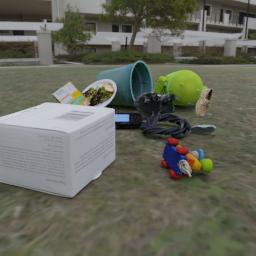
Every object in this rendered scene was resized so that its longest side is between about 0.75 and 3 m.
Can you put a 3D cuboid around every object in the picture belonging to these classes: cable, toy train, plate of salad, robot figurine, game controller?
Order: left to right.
[{"bbox_3d":[-1.532,-1.568,13.130,2.126,0.511,2.126,-16,48,19],"label":"plate of salad"},{"bbox_3d":[-0.573,-0.303,10.741,2.241,0.472,1.169,-1,16,1],"label":"game controller"},{"bbox_3d":[1.306,-0.065,10.054,1.709,0.532,2.095,-5,18,0],"label":"cable"},{"bbox_3d":[2.635,-1.990,14.022,2.572,1.696,2.931,13,4,-10],"label":"robot figurine"},{"bbox_3d":[1.513,0.853,6.485,1.010,0.739,1.745,10,13,-15],"label":"toy train"}]

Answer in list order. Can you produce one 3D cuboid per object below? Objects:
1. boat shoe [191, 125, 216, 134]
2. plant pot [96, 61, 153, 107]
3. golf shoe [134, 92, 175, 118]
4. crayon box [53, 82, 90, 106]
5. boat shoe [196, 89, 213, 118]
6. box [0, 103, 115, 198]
[{"bbox_3d":[2.615,0.037,9.754,0.832,0.307,0.267,-7,9,24],"label":"boat shoe"},{"bbox_3d":[-0.262,-2.118,14.250,2.287,2.335,2.335,1,14,31],"label":"plant pot"},{"bbox_3d":[0.904,-1.003,12.261,1.394,1.147,2.951,7,7,34],"label":"golf shoe"},{"bbox_3d":[-1.898,-0.930,9.535,0.741,0.304,1.179,-39,70,-12],"label":"crayon box"},{"bbox_3d":[2.388,-0.791,8.720,0.361,1.014,0.327,28,-19,-30],"label":"boat shoe"},{"bbox_3d":[-1.701,0.354,6.681,2.216,1.448,2.204,6,17,20],"label":"box"}]
